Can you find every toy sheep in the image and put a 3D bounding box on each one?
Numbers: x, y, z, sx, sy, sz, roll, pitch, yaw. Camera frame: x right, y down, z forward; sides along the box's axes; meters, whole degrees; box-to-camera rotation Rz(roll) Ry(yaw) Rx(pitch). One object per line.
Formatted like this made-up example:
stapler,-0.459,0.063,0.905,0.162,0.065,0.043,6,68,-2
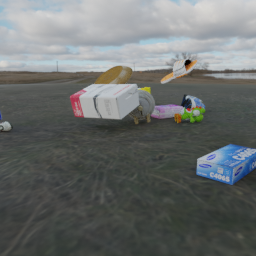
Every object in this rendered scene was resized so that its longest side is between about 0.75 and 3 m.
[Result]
toy sheep,0.501,-0.909,11.561,1.379,1.379,2.001,-1,13,-4

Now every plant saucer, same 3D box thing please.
plant saucer,-0.896,-2.439,14.103,2.414,0.427,2.414,-26,33,18

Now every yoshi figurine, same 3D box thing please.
yoshi figurine,2.654,-0.453,11.835,1.285,0.722,0.720,-14,-28,-2

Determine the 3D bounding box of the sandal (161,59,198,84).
sandal,1.428,-1.723,8.304,1.360,0.390,0.521,-22,26,42

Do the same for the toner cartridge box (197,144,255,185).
toner cartridge box,2.257,0.741,6.121,0.789,0.358,1.661,10,15,41

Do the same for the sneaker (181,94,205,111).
sneaker,3.394,-1.230,14.951,0.912,0.896,2.367,11,17,-3

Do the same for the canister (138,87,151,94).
canister,0.062,-1.914,17.265,2.614,1.131,1.942,0,11,7

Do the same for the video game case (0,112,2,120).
video game case,-5.879,-0.205,9.765,1.854,0.465,2.046,-6,8,22

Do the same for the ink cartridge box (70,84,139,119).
ink cartridge box,-0.812,-1.005,10.261,2.048,0.864,1.482,5,28,31

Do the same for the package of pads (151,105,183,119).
package of pads,1.809,-0.771,13.080,1.429,0.541,0.861,-6,16,-28

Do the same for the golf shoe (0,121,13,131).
golf shoe,-4.562,-0.001,9.983,0.950,0.367,0.418,-4,23,17
